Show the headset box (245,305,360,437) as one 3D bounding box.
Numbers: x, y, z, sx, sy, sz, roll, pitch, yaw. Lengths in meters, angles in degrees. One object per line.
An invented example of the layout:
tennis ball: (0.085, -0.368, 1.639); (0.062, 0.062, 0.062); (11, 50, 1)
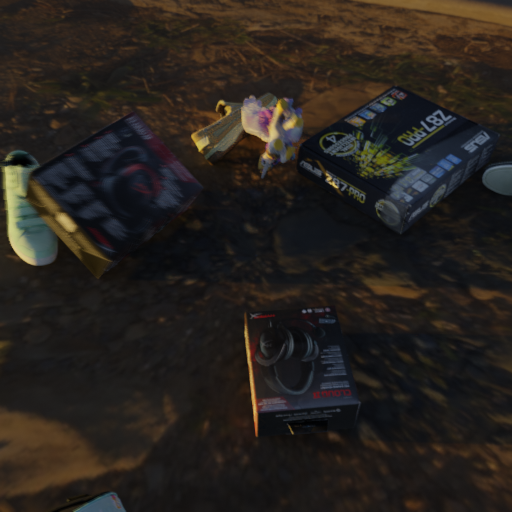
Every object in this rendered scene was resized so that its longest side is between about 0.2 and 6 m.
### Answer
headset box: (0.695, 1.932, 9.175); (1.608, 0.834, 2.161); (-4, 45, -4)

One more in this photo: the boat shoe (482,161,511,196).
boat shoe: (6.182, -1.852, 12.873); (2.180, 0.824, 0.658); (8, 46, -9)

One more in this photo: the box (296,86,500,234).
box: (3.344, -2.432, 13.275); (3.837, 0.942, 3.092); (-35, 58, -29)

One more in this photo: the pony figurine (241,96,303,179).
pony figurine: (0.445, -2.793, 12.626); (1.536, 1.845, 1.781); (9, 79, -14)

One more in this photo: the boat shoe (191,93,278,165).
boat shoe: (-0.513, -3.462, 13.959); (1.078, 1.014, 2.831); (47, 53, -8)

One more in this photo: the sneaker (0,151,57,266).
sneaker: (-4.668, -1.025, 11.379); (0.879, 1.409, 2.388); (-14, 61, -25)

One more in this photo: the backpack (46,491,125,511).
backpack: (-2.372, 3.944, 6.388); (2.452, 2.155, 1.879); (-33, 69, -28)

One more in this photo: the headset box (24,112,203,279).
headset box: (-2.754, -1.370, 11.488); (2.239, 1.130, 3.012); (47, 57, -2)
